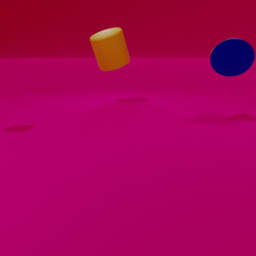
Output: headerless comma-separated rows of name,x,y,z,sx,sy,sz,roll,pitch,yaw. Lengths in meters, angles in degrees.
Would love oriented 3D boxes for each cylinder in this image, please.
cylinder,-0.685,-3.060,10.910,1.273,1.273,1.273,-13,32,8

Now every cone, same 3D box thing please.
cone,2.930,-2.238,7.927,1.137,1.137,1.141,4,43,15
